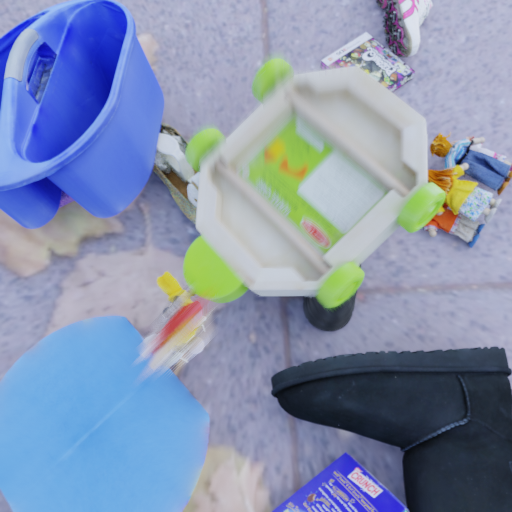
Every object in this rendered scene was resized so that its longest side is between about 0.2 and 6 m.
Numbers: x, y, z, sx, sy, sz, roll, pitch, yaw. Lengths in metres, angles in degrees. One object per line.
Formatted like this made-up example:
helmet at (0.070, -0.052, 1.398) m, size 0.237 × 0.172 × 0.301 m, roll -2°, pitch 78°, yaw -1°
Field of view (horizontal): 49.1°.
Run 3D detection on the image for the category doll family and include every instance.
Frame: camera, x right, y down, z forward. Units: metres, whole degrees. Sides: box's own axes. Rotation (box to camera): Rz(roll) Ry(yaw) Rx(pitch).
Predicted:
doll family at (3.418, -1.352, 9.249) m, size 1.408 × 1.022 × 2.268 m, roll 30°, pitch 68°, yaw 14°

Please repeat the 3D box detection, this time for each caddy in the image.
caddy at (-3.114, -2.367, 8.710) m, size 2.844 × 2.112 × 4.023 m, roll -7°, pitch 56°, yaw 14°

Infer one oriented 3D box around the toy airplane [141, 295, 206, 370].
toy airplane at (-0.954, 1.002, 6.803) m, size 0.657 × 0.927 × 0.931 m, roll 35°, pitch 75°, yaw -3°

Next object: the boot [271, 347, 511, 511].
boot at (2.043, 2.730, 7.173) m, size 3.521 × 1.303 × 2.885 m, roll -3°, pitch 66°, yaw -3°

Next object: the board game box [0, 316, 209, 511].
board game box at (-2.044, 2.362, 7.337) m, size 2.527 × 0.623 × 3.199 m, roll -43°, pitch 62°, yaw -11°

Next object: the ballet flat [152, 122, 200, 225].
ballet flat at (-1.076, -1.296, 9.313) m, size 0.938 × 0.938 × 2.654 m, roll -38°, pitch 70°, yaw -17°

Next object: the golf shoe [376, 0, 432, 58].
golf shoe at (3.032, -4.913, 11.091) m, size 1.070 × 0.844 × 2.324 m, roll -2°, pitch 64°, yaw -1°

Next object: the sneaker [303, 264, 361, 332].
sneaker at (1.238, -0.259, 8.401) m, size 1.017 × 1.215 × 2.677 m, roll 0°, pitch 75°, yaw 0°

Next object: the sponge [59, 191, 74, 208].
sponge at (-3.229, -1.276, 9.661) m, size 1.289 × 0.192 × 0.719 m, roll -28°, pitch 65°, yaw -12°

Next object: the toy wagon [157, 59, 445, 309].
toy wagon at (0.353, -0.735, 7.742) m, size 4.086 × 0.809 × 3.171 m, roll -45°, pitch 66°, yaw 4°

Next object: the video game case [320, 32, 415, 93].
video game case at (2.134, -3.585, 10.777) m, size 1.232 × 0.243 × 1.360 m, roll -36°, pitch 69°, yaw -16°

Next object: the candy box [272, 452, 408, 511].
candy box at (0.973, 3.347, 6.848) m, size 1.508 × 0.581 × 1.275 m, roll -33°, pitch 24°, yaw -14°
